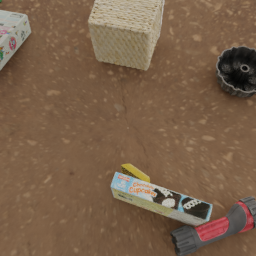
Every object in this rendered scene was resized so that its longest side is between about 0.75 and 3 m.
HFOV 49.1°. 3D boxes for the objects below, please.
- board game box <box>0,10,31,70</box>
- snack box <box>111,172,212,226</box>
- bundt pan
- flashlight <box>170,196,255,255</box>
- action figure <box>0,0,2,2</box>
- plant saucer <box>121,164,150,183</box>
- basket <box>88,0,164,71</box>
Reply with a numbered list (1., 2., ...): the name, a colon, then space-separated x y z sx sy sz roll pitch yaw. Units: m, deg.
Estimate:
1. board game box: -5.558 -3.698 11.382 2.058 0.897 2.789 11 51 6
2. snack box: 0.917 2.226 8.604 2.876 1.671 0.534 18 67 7
3. bundt pan: 4.454 -2.120 11.047 2.201 0.826 2.201 0 66 -1
4. flashlight: 2.735 3.009 8.646 2.863 0.973 0.969 -16 64 -8
5. action figure: -6.470 -5.801 12.988 1.212 0.332 0.716 -24 66 -18
6. plant saucer: 0.298 1.597 9.185 1.110 1.110 0.269 33 71 16
7. basket: -0.040 -3.904 10.946 2.490 2.513 2.021 13 68 6
